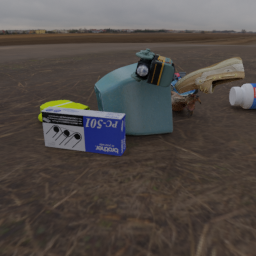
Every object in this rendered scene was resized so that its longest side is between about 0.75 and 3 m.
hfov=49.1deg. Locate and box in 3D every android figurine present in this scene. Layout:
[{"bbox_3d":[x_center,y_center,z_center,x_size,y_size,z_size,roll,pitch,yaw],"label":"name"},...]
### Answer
[{"bbox_3d":[-2.838,-0.710,12.368,2.484,0.510,2.261,18,28,36],"label":"android figurine"}]

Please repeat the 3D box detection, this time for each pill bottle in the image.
[{"bbox_3d":[6.108,-1.524,13.460,2.176,1.221,1.221,-1,22,-1],"label":"pill bottle"}]

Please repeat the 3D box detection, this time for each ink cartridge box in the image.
[{"bbox_3d":[-1.459,0.079,9.290,2.752,1.293,0.608,6,23,15],"label":"ink cartridge box"}]

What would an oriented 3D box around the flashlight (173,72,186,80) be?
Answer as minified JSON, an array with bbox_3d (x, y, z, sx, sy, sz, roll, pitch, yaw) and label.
[{"bbox_3d":[2.184,-2.964,17.555,2.882,0.976,0.979,-3,59,-1],"label":"flashlight"}]

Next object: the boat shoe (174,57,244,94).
[{"bbox_3d":[2.829,-1.634,9.845,2.458,0.850,0.906,-20,-13,29],"label":"boat shoe"}]

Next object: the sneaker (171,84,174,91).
[{"bbox_3d":[1.413,-2.615,16.278,2.366,0.900,1.710,0,35,3],"label":"sneaker"}]

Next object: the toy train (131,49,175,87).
[{"bbox_3d":[0.809,-1.816,8.487,1.215,0.909,2.133,16,21,3],"label":"toy train"}]

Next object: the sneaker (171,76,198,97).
[{"bbox_3d":[2.976,-2.407,15.950,0.885,1.016,2.259,-19,28,-39],"label":"sneaker"}]

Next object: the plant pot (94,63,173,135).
[{"bbox_3d":[0.079,-1.106,10.963,2.515,2.462,2.469,-11,24,-12],"label":"plant pot"}]

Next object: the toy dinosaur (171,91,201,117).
[{"bbox_3d":[2.402,-1.135,12.937,1.637,1.037,2.415,13,7,5],"label":"toy dinosaur"}]
